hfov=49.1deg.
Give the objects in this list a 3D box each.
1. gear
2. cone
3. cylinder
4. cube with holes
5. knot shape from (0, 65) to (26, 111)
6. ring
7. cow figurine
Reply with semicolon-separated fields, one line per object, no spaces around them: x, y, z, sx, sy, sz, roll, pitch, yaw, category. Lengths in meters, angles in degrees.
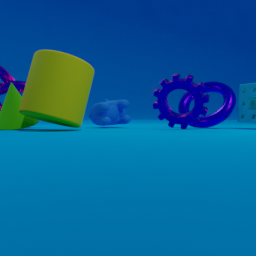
1.264;-0.630;6.744;1.311;1.311;0.243;1;21;20;gear
-2.710;-0.579;6.685;1.007;1.011;1.007;-2;16;1;cone
-1.550;-0.815;6.193;1.357;1.357;1.357;12;-7;2;cylinder
3.479;-0.587;6.974;0.970;0.970;0.970;2;2;-26;cube with holes
-3.534;-0.717;7.746;1.915;2.047;0.946;-50;10;-36;knot shape
2.150;-0.664;7.725;1.577;1.577;0.315;1;-35;34;ring
-0.601;-0.458;8.484;1.597;0.877;1.572;-10;7;-39;cow figurine
